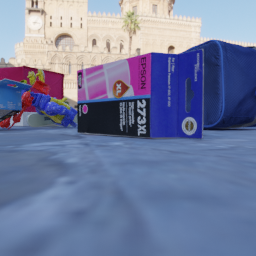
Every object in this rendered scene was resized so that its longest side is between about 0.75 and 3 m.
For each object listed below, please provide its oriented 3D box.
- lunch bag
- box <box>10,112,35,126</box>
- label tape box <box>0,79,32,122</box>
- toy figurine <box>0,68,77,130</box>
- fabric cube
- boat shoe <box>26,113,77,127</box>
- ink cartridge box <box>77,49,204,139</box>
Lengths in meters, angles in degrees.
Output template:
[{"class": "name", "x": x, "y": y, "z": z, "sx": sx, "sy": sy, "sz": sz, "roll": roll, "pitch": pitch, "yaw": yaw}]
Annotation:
[{"class": "lunch bag", "x": 2.118, "y": -0.908, "z": 6.583, "sx": 1.800, "sy": 1.848, "sz": 2.720, "roll": -1, "pitch": 2, "yaw": -26}, {"class": "box", "x": -3.508, "y": -0.308, "z": 9.799, "sx": 0.616, "sy": 0.482, "sz": 0.990, "roll": 1, "pitch": 2, "yaw": 27}, {"class": "label tape box", "x": -2.715, "y": -0.441, "z": 5.707, "sx": 1.417, "sy": 0.468, "sz": 1.015, "roll": -24, "pitch": -3, "yaw": 9}, {"class": "toy figurine", "x": -2.282, "y": -0.353, "z": 7.547, "sx": 1.790, "sy": 1.576, "sz": 2.988, "roll": 33, "pitch": -14, "yaw": -31}, {"class": "fabric cube", "x": -4.654, "y": -1.382, "z": 12.814, "sx": 2.509, "sy": 2.469, "sz": 2.517, "roll": 1, "pitch": 1, "yaw": 29}, {"class": "boat shoe", "x": -2.313, "y": -0.311, "z": 8.583, "sx": 1.598, "sy": 0.558, "sz": 0.569, "roll": -5, "pitch": 8, "yaw": -30}, {"class": "ink cartridge box", "x": 0.011, "y": -0.367, "z": 3.528, "sx": 0.372, "sy": 0.950, "sz": 2.006, "roll": -2, "pitch": 2, "yaw": -44}]
